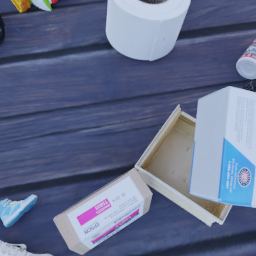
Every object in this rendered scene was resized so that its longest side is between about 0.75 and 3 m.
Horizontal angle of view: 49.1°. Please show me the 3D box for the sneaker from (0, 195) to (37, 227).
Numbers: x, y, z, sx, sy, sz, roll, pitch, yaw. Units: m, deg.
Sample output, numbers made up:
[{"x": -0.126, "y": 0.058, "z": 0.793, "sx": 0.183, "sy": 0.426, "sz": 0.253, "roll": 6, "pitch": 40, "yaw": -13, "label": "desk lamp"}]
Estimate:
[{"x": -2.815, "y": 1.894, "z": 6.993, "sx": 0.641, "sy": 0.391, "sz": 0.982, "roll": 42, "pitch": 70, "yaw": 17, "label": "sneaker"}]

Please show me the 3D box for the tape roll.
[{"x": 0.558, "y": -3.636, "z": 8.866, "sx": 2.462, "sy": 1.690, "sz": 2.462, "roll": 3, "pitch": 61, "yaw": -6, "label": "tape roll"}]

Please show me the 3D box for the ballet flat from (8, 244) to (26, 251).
[{"x": -2.810, "y": 2.852, "z": 6.588, "sx": 0.783, "sy": 0.272, "sz": 0.272, "roll": -4, "pitch": 64, "yaw": -2, "label": "ballet flat"}]

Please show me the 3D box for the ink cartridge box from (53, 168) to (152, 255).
[{"x": -0.469, "y": 1.922, "z": 6.280, "sx": 1.978, "sy": 1.630, "sz": 0.743, "roll": -30, "pitch": 66, "yaw": -13, "label": "ink cartridge box"}]

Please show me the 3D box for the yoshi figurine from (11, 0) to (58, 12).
[{"x": -2.945, "y": -5.400, "z": 10.052, "sx": 2.778, "sy": 1.556, "sz": 1.561, "roll": -33, "pitch": 61, "yaw": -19, "label": "yoshi figurine"}]

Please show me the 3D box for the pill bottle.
[{"x": 4.139, "y": -2.299, "z": 8.829, "sx": 0.832, "sy": 0.832, "sz": 1.460, "roll": 35, "pitch": 69, "yaw": 16, "label": "pill bottle"}]

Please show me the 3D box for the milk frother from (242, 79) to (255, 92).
[{"x": 4.014, "y": -0.958, "z": 7.550, "sx": 1.772, "sy": 1.963, "sz": 1.847, "roll": 22, "pitch": 65, "yaw": 15, "label": "milk frother"}]

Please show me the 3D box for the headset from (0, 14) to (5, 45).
[{"x": -4.965, "y": -3.160, "z": 8.950, "sx": 1.834, "sy": 1.395, "sz": 2.970, "roll": -21, "pitch": 54, "yaw": -9, "label": "headset"}]

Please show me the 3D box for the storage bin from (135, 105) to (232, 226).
[{"x": 1.725, "y": 0.873, "z": 7.123, "sx": 2.271, "sy": 1.064, "sz": 2.254, "roll": 31, "pitch": 68, "yaw": 15, "label": "storage bin"}]

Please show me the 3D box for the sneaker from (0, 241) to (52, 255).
[{"x": -2.725, "y": 2.912, "z": 6.051, "sx": 2.262, "sy": 0.847, "sz": 1.127, "roll": -6, "pitch": 93, "yaw": -4, "label": "sneaker"}]

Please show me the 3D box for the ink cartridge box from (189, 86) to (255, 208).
[{"x": 2.961, "y": 0.574, "z": 5.867, "sx": 2.967, "sy": 1.256, "sz": 2.144, "roll": 11, "pitch": 81, "yaw": -14, "label": "ink cartridge box"}]
